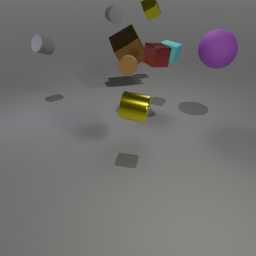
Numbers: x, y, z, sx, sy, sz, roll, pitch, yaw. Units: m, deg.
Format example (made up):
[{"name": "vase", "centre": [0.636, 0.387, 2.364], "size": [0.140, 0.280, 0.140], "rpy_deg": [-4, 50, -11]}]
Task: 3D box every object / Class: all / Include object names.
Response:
[{"name": "cylinder", "centre": [0.009, -2.423, 10.763], "size": [0.700, 0.700, 0.700], "rpy_deg": [1, 18, 1]}, {"name": "cube", "centre": [1.122, -5.818, 13.584], "size": [0.700, 0.700, 0.700], "rpy_deg": [-22, 66, 18]}, {"name": "cylinder", "centre": [0.175, -0.531, 7.095], "size": [0.700, 0.700, 0.700], "rpy_deg": [12, 30, 6]}, {"name": "cube", "centre": [1.019, -2.602, 9.971], "size": [0.700, 0.700, 0.700], "rpy_deg": [-8, 33, -28]}, {"name": "cylinder", "centre": [-0.610, -5.054, 12.445], "size": [0.700, 0.700, 0.700], "rpy_deg": [-10, 29, -17]}, {"name": "cube", "centre": [1.671, -3.078, 11.318], "size": [0.700, 0.700, 0.700], "rpy_deg": [22, 32, 18]}, {"name": "cylinder", "centre": [-3.477, -3.403, 11.506], "size": [0.700, 0.700, 0.700], "rpy_deg": [20, 12, 32]}, {"name": "cube", "centre": [0.029, -4.165, 14.534], "size": [1.400, 1.400, 1.400], "rpy_deg": [-27, 50, 11]}, {"name": "ball", "centre": [3.294, -2.896, 10.290], "size": [1.400, 1.400, 1.400], "rpy_deg": [0, 28, 0]}]
